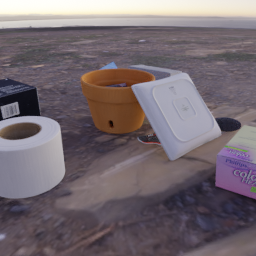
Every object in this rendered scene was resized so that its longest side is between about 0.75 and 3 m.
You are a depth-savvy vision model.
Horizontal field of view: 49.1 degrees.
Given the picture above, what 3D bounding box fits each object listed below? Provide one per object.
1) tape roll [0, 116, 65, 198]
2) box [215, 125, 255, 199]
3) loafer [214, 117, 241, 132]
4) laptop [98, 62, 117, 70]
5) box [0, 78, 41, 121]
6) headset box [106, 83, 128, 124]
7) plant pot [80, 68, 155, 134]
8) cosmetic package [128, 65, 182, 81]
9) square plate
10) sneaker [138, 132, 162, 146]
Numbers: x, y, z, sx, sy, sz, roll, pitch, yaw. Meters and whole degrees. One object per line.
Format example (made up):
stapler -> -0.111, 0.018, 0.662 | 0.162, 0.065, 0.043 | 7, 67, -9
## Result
tape roll -> -2.775, 0.693, 7.512 | 2.047, 1.405, 2.047 | 1, 25, 0
box -> 3.577, 0.894, 7.323 | 1.824, 1.003, 2.074 | 14, 29, 36
loafer -> 3.387, -0.199, 10.447 | 1.533, 0.551, 0.483 | 1, 21, 9
laptop -> 0.003, -2.181, 13.526 | 2.501, 1.449, 2.342 | 9, 27, 18
box -> -5.193, -0.959, 11.118 | 2.240, 1.281, 2.460 | 21, 32, 36
headset box -> -0.392, -1.024, 10.776 | 1.138, 0.575, 1.532 | -15, 68, -29
plant pot -> -0.368, -1.023, 10.555 | 2.706, 1.894, 2.706 | 0, 26, 0
cosmetic package -> 1.361, -2.611, 14.697 | 2.597, 1.171, 1.387 | 21, 24, 33
square plate -> 1.768, -0.583, 9.345 | 2.723, 2.697, 0.387 | -20, -12, -36
sneaker -> 0.855, 0.293, 9.482 | 1.069, 0.438, 0.412 | 6, 26, 13
